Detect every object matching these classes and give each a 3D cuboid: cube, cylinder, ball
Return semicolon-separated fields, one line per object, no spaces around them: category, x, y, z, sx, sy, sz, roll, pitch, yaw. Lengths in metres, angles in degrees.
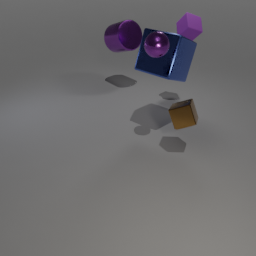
cube;1.296;-2.464;9.597;1.400;1.400;1.400;24;17;30
cylinder;-0.247;-4.456;13.695;1.400;1.400;1.400;-19;19;-29
ball;0.795;-2.295;7.737;0.700;0.700;0.700;0;30;0
cube;2.386;-3.920;10.911;0.700;0.700;0.700;8;70;-25
cube;1.772;-0.440;8.889;0.700;0.700;0.700;-14;16;24
